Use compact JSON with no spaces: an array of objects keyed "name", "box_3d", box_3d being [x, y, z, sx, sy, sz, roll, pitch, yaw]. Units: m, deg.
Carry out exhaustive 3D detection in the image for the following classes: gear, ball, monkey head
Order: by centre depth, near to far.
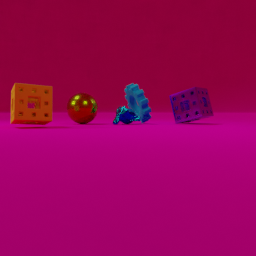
[{"name":"monkey head","box_3d":[-0.147,-0.385,11.155,0.781,0.932,1.296,40,-22,-29]},{"name":"ball","box_3d":[-1.858,-0.797,11.436,1.273,1.273,1.273,0,3,0]},{"name":"gear","box_3d":[0.408,-1.046,11.926,0.315,1.701,1.701,-26,11,-16]}]

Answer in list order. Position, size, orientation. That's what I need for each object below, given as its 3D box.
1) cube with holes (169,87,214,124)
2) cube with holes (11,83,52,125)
[{"name":"cube with holes","box_3d":[2.671,-0.927,11.754,1.214,1.214,1.214,-16,-7,37]},{"name":"cube with holes","box_3d":[-3.167,-0.731,9.151,1.126,1.126,1.126,2,-7,-28]}]
